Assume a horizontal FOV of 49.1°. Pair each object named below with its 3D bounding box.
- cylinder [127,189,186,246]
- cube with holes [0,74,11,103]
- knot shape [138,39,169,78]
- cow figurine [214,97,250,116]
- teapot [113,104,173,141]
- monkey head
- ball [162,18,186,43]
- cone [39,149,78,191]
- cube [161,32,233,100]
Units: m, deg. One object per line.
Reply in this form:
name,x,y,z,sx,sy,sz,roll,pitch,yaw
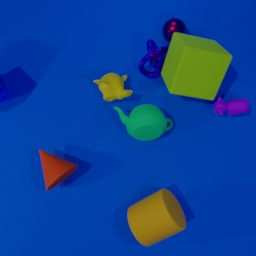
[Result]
cylinder,0.762,2.377,7.466,1.142,1.142,1.142,-34,81,19
cube with holes,-4.102,-1.274,8.091,0.923,0.923,0.923,-25,55,-19
knot shape,0.771,-2.080,8.576,0.549,1.189,1.112,33,114,26
cow figurine,2.920,-0.607,7.879,0.934,0.919,0.512,-8,81,33
teapot,0.471,-0.231,8.152,1.887,1.173,0.924,9,54,-19
monkey head,-0.356,-1.252,8.342,0.982,1.365,0.822,-3,102,42
ball,1.457,-3.073,8.841,0.754,0.754,0.754,0,80,0
cone,-2.181,1.006,7.937,1.073,1.073,1.077,-40,83,-7
cube,1.853,-1.747,7.905,1.335,1.335,1.335,8,123,-11
